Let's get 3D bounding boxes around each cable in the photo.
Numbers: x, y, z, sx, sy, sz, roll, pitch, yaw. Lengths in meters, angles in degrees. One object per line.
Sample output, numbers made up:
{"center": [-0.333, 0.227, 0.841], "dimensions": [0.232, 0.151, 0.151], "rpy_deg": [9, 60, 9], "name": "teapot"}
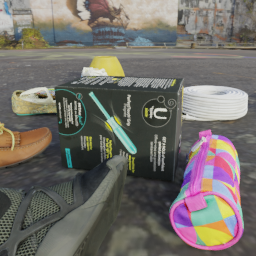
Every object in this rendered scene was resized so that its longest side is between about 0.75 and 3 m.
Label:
{"center": [2.893, -0.947, 9.827], "dimensions": [2.440, 0.845, 2.441], "rpy_deg": [3, 19, 9], "name": "cable"}

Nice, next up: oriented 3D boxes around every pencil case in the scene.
{"center": [1.300, 0.848, 4.496], "dimensions": [1.013, 1.013, 2.293], "rpy_deg": [6, 20, 16], "name": "pencil case"}

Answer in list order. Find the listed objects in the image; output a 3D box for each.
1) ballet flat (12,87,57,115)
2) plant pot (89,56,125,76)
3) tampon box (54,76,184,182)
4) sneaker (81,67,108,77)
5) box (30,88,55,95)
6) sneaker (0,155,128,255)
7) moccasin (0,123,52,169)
{"center": [-2.563, -0.943, 9.644], "dimensions": [2.888, 1.021, 1.021], "rpy_deg": [0, 19, -2], "name": "ballet flat"}
{"center": [-1.154, -2.873, 14.345], "dimensions": [2.150, 1.526, 2.150], "rpy_deg": [0, 20, 0], "name": "plant pot"}
{"center": [-0.073, -0.118, 5.996], "dimensions": [2.388, 1.790, 1.508], "rpy_deg": [5, 21, 14], "name": "tampon box"}
{"center": [-1.254, -1.919, 12.111], "dimensions": [1.140, 1.203, 2.979], "rpy_deg": [-11, 23, -34], "name": "sneaker"}
{"center": [-2.885, -1.221, 11.102], "dimensions": [1.941, 0.337, 1.068], "rpy_deg": [-4, 31, -11], "name": "box"}
{"center": [-0.932, 1.028, 3.894], "dimensions": [1.529, 1.021, 2.670], "rpy_deg": [13, 28, 16], "name": "sneaker"}
{"center": [-3.000, 0.298, 5.949], "dimensions": [2.710, 1.046, 0.991], "rpy_deg": [-8, 21, -21], "name": "moccasin"}
